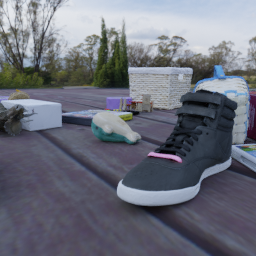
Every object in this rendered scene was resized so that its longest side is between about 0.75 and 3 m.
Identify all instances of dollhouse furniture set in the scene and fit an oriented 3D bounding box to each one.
[{"bbox_3d":[0.554,-1.221,13.511,1.560,0.804,1.543,2,6,-24],"label":"dollhouse furniture set"}]

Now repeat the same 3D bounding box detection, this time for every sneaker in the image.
[{"bbox_3d":[0.880,0.146,4.502,1.060,1.487,2.997,10,16,39],"label":"sneaker"}]

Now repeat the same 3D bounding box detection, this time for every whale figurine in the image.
[{"bbox_3d":[-0.354,0.122,7.466,1.369,0.710,1.089,29,20,16],"label":"whale figurine"}]

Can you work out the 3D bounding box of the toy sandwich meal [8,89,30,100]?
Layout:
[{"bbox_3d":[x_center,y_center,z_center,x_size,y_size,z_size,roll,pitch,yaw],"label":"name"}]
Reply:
[{"bbox_3d":[-4.337,-1.105,11.085,0.996,0.996,0.341,-9,45,-42],"label":"toy sandwich meal"}]

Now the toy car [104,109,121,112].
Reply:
[{"bbox_3d":[-0.857,-0.768,13.295,0.934,0.208,0.879,3,11,21],"label":"toy car"}]

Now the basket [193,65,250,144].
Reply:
[{"bbox_3d":[2.495,-0.606,7.604,1.497,1.897,2.152,-1,21,16],"label":"basket"}]

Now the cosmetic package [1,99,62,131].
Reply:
[{"bbox_3d":[-3.500,-0.523,10.021,1.217,0.855,2.399,-9,14,-42],"label":"cosmetic package"}]

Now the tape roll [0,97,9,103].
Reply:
[{"bbox_3d":[-5.599,-0.851,11.888,2.041,0.867,2.041,1,10,0],"label":"tape roll"}]

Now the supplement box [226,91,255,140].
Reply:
[{"bbox_3d":[4.170,-0.391,8.073,1.640,1.273,2.971,-1,10,-3],"label":"supplement box"}]

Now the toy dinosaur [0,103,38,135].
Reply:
[{"bbox_3d":[-3.969,-0.304,8.774,1.451,1.092,2.838,35,-17,-22],"label":"toy dinosaur"}]

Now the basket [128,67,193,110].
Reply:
[{"bbox_3d":[1.915,-2.369,16.276,2.871,2.309,2.846,6,12,35],"label":"basket"}]

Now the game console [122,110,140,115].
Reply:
[{"bbox_3d":[-0.158,-0.677,12.911,1.349,0.163,0.796,-10,14,-43],"label":"game console"}]

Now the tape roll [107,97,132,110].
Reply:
[{"bbox_3d":[-0.483,-1.389,15.652,1.434,0.609,1.434,1,10,0],"label":"tape roll"}]

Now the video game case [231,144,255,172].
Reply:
[{"bbox_3d":[3.491,0.631,5.057,2.500,0.275,2.279,-3,10,-3],"label":"video game case"}]

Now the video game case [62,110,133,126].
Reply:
[{"bbox_3d":[-1.400,-0.443,11.159,2.426,0.309,2.193,7,13,35],"label":"video game case"}]
